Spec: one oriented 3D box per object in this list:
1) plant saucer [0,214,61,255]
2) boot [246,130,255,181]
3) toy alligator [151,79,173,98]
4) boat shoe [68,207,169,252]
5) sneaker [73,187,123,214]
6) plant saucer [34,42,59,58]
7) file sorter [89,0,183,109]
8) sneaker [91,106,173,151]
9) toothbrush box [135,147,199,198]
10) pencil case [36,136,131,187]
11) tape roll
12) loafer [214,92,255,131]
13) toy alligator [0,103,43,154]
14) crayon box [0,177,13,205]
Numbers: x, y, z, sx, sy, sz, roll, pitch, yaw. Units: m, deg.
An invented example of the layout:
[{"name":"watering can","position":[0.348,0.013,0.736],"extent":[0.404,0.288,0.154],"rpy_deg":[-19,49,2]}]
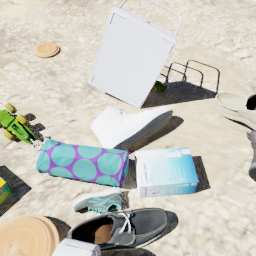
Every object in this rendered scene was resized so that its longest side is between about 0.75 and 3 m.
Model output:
[{"name":"plant saucer","position":[-2.412,2.737,6.003],"extent":[1.964,0.317,1.964],"rpy_deg":[-7,44,7]},{"name":"boot","position":[4.274,0.590,7.454],"extent":[2.232,0.773,1.943],"rpy_deg":[2,37,28]},{"name":"toy alligator","position":[1.043,-1.512,9.813],"extent":[1.302,0.313,0.432],"rpy_deg":[31,47,19]},{"name":"boat shoe","position":[-0.160,2.272,6.296],"extent":[2.362,0.799,0.848],"rpy_deg":[-9,55,-10]},{"name":"sneaker","position":[-0.700,1.897,6.886],"extent":[1.284,0.498,0.586],"rpy_deg":[-16,55,-11]},{"name":"plant saucer","position":[-3.358,-3.231,11.533],"extent":[1.029,0.166,1.029],"rpy_deg":[0,48,0]},{"name":"file sorter","position":[0.246,-2.415,8.872],"extent":[1.917,2.763,1.721],"rpy_deg":[27,47,-2]},{"name":"sneaker","position":[0.077,-0.303,8.502],"extent":[2.445,0.901,1.413],"rpy_deg":[-29,58,-21]},{"name":"toothbrush box","position":[0.962,1.162,7.389],"extent":[1.501,0.640,1.099],"rpy_deg":[-4,49,-4]},{"name":"pencil case","position":[-1.147,0.890,7.387],"extent":[2.353,1.001,1.087],"rpy_deg":[9,6,7]},{"name":"tape roll","position":[-1.036,2.987,4.991],"extent":[0.655,1.872,1.872],"rpy_deg":[9,50,9]},{"name":"loafer","position":[3.648,-0.663,8.491],"extent":[0.974,0.879,2.575],"rpy_deg":[-23,33,-19]},{"name":"toy alligator","position":[-3.289,0.050,8.457],"extent":[2.373,0.570,0.786],"rpy_deg":[40,86,19]},{"name":"crayon box","position":[-4.092,1.856,6.800],"extent":[1.247,0.612,2.100],"rpy_deg":[30,55,23]}]
